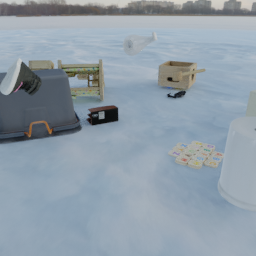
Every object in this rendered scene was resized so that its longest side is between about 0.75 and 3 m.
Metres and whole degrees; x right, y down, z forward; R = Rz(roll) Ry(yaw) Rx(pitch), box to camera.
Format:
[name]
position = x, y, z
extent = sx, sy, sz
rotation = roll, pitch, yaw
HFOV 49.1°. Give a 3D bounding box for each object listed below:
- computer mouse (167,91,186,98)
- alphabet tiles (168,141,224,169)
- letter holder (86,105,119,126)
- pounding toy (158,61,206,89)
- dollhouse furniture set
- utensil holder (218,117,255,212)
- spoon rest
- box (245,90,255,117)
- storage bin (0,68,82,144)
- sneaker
[computer mouse]
position = 2.031, -1.383, 11.801
extent = 0.824, 0.190, 0.578
rotation = -27, 32, -35
[alphabet tiles]
position = 1.769, 0.662, 7.288
extent = 1.285, 0.096, 1.314
rotation = 15, 28, 29
[letter holder]
position = -0.883, -0.483, 9.397
extent = 0.952, 0.479, 0.676
rotation = -11, 25, -23
[pounding toy]
position = 2.404, -2.239, 12.577
extent = 2.062, 1.074, 2.347
rotation = 11, 26, 23
[dollhouse furniture set]
position = -2.426, -1.822, 11.921
extent = 2.811, 1.563, 2.486
rotation = -2, 0, -3
[utensil holder]
position = 2.526, 0.672, 5.559
extent = 1.268, 1.493, 1.268
rotation = -1, 25, 0
[spoon rest]
position = 0.397, -2.825, 9.259
extent = 1.383, 0.687, 0.419
rotation = -6, 10, 38
[box]
position = 4.752, -0.218, 7.702
extent = 1.577, 1.344, 2.467
rotation = -14, 28, -29
[storage bin]
position = -2.818, -0.740, 8.400
extent = 2.635, 1.770, 1.918
rotation = -9, 26, -18
[sneaker]
position = -2.301, -0.993, 6.204
extent = 0.544, 0.763, 1.539
rotation = -40, 31, 13
